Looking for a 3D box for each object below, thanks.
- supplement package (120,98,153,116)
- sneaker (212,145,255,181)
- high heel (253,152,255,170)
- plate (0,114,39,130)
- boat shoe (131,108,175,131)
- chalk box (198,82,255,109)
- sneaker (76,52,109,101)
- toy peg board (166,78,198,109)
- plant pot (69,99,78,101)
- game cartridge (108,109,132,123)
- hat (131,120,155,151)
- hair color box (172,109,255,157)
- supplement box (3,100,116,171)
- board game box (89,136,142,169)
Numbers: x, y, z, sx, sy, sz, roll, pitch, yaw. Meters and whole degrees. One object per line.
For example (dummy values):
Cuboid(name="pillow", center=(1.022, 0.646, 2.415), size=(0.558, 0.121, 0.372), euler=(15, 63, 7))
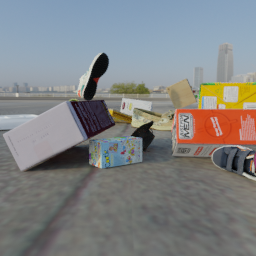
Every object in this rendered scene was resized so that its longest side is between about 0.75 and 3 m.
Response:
Cuboid(name="supplement package", center=(0.426, -0.858, 13.426), size=(1.410, 0.782, 1.098), euler=(8, -6, 8))
Cuboid(name="sneaker", center=(1.896, 0.551, 4.551), size=(1.204, 0.472, 0.478), euler=(7, 5, 39))
Cuboid(name="high heel", center=(2.841, 0.456, 3.748), size=(2.319, 0.782, 1.115), euler=(1, -5, -24))
Cuboid(name="plate", center=(-4.728, -0.283, 11.764), size=(2.669, 0.432, 2.675), euler=(-4, 8, -36))
Cuboid(name="boat shoe", center=(1.208, -0.352, 10.749), size=(2.521, 0.790, 0.924), euler=(4, 8, 31))
Cuboid(name="chalk box", center=(3.058, -0.385, 7.566), size=(1.629, 1.637, 2.631), euler=(5, 7, 31))
Cuboid(name="sneaker", center=(-1.348, -1.884, 9.960), size=(0.841, 1.800, 0.634), euler=(22, -1, 44))
Cuboid(name="toy peg board", center=(2.342, -1.467, 11.845), size=(1.062, 1.057, 0.519), euler=(-21, 6, 42))
Cuboid(name="plant pot", center=(-2.923, -1.059, 16.360), size=(1.101, 1.101, 1.046), euler=(3, -5, 23))
Cuboid(name="game cartridge", center=(-0.885, -0.564, 12.979), size=(1.966, 0.319, 1.733), euler=(3, -9, 39))
Cuboid(name="hat", center=(0.340, 0.298, 6.613), size=(1.051, 0.424, 1.051), euler=(-40, -12, -10))
Cuboid(name="hair color box", center=(2.061, 0.136, 5.485), size=(2.327, 0.713, 1.181), euler=(0, -17, 4))
Cuboid(name="supplement box", center=(-1.225, 0.021, 5.872), size=(1.357, 0.759, 2.494), euler=(-26, 2, 12))
Cuboid(name="board game box", center=(-0.230, 0.442, 5.390), size=(0.928, 0.486, 0.478), euler=(-4, 7, -36))
